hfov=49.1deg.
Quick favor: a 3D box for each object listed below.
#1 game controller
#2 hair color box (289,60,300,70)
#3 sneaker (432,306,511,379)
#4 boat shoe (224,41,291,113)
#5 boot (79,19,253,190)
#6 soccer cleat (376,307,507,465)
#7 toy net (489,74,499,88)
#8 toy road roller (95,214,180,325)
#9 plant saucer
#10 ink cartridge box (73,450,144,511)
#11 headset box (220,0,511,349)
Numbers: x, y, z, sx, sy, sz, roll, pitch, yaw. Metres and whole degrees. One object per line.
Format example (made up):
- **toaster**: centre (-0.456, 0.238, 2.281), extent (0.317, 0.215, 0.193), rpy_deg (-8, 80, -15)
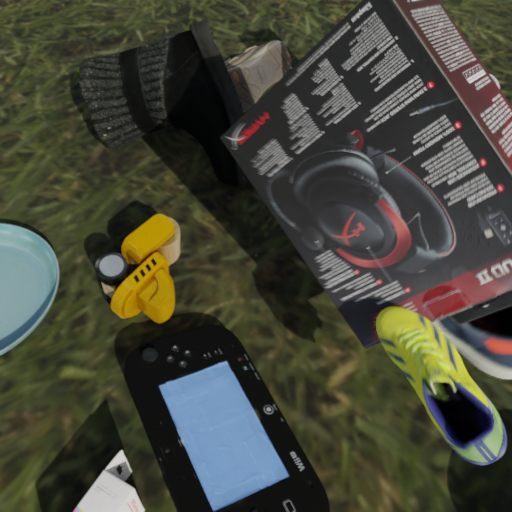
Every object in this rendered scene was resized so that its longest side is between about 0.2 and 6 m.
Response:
- **game controller**: centre (-0.416, 2.065, 6.491), extent (1.542, 0.622, 2.955), rpy_deg (-21, 53, -17)
- **hair color box**: centre (1.083, -3.601, 11.616), extent (0.616, 0.377, 1.244), rpy_deg (-13, 49, -10)
- **sneaker**: centre (2.313, 0.254, 7.404), extent (3.324, 1.405, 1.246), rpy_deg (28, 63, 20)
- **boat shoe**: centre (-0.362, -3.515, 11.346), extent (2.465, 0.918, 0.904), rpy_deg (-39, 36, -25)
- **boot**: centre (-1.541, -2.344, 9.838), extent (2.565, 1.291, 3.430), rpy_deg (-20, 70, 1)
- **soccer cleat**: centre (1.627, 1.055, 5.109), extent (0.565, 0.731, 1.746), rpy_deg (-38, 49, 10)
- **toy net**: centre (4.444, -3.047, 11.069), extent (1.280, 0.471, 2.439), rpy_deg (21, 52, 18)
- **toy road roller**: centre (-1.450, 0.270, 7.910), extent (1.094, 0.921, 1.498), rpy_deg (37, 62, 13)
- **plant saucer**: centre (-4.111, 0.580, 7.972), extent (2.621, 0.359, 2.621), rpy_deg (0, 48, -1)
- **ink cartridge box**: centre (-1.582, 2.751, 5.804), extent (0.421, 0.732, 1.249), rpy_deg (24, 54, 19)
- **headset box**: centre (1.551, -0.699, 5.962), extent (3.310, 2.460, 1.242), rpy_deg (55, 43, 0)
